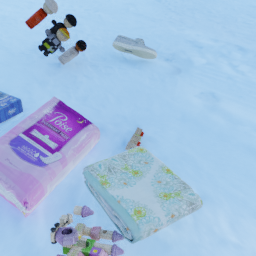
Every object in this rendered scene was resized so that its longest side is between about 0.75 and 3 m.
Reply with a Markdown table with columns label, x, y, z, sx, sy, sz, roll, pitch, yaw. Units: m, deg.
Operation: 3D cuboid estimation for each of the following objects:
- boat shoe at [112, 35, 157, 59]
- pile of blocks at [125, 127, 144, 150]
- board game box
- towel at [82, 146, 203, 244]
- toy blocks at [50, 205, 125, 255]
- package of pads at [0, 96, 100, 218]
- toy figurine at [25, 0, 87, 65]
| label | x | y | z | sx | sy | sz | roll | pitch | yaw |
| --- | --- | --- | --- | --- | --- | --- | --- | --- | --- |
| boat shoe | 0.282 | -2.882 | 9.746 | 1.658 | 0.579 | 0.591 | 19 | 81 | 14 |
| pile of blocks | 0.185 | 0.319 | 6.453 | 0.252 | 0.333 | 0.811 | 24 | 41 | 9 |
| board game box | -4.200 | -0.458 | 7.048 | 2.085 | 0.455 | 2.096 | 20 | 36 | 24 |
| towel | 0.193 | 1.041 | 4.940 | 1.500 | 0.422 | 1.753 | -18 | 40 | -30 |
| toy blocks | -0.484 | 1.715 | 4.031 | 0.887 | 1.053 | 0.984 | 5 | 18 | 13 |
| package of pads | -1.735 | 0.486 | 5.633 | 1.389 | 0.872 | 2.306 | 35 | 48 | 8 |
| toy figurine | -2.202 | -3.040 | 8.996 | 1.182 | 1.699 | 1.673 | -33 | 73 | 15 |
